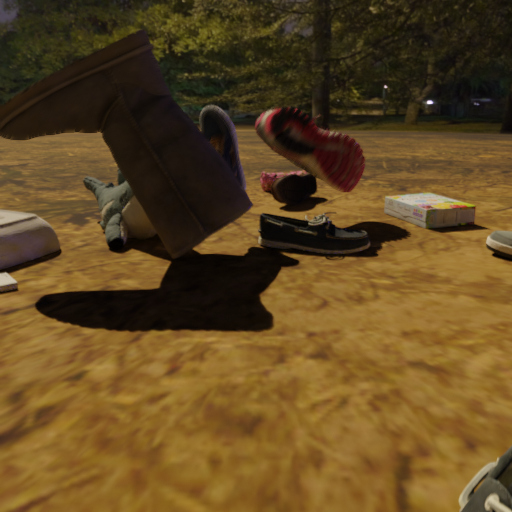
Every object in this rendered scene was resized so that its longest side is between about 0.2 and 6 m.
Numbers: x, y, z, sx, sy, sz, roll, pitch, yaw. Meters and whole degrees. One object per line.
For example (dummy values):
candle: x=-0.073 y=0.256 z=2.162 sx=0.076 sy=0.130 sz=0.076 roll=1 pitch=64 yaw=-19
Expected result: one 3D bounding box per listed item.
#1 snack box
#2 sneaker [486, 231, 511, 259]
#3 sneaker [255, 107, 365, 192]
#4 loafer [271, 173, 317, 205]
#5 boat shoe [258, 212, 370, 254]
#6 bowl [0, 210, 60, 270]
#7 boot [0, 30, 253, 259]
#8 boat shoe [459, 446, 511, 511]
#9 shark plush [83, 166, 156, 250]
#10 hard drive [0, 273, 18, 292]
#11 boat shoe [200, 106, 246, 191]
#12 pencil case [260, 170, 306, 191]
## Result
snack box: x=4.113 y=-1.112 z=13.428 sx=1.310 sy=0.488 sz=1.843 roll=-5 pitch=17 yaw=-17
sneaker: x=5.395 y=-0.598 z=9.775 sx=2.489 sy=1.503 sz=1.041 roll=10 pitch=19 yaw=30
sneaker: x=1.325 y=-2.506 z=12.944 sx=2.967 sy=1.196 sz=1.108 roll=30 pitch=-3 yaw=-28
loafer: x=0.955 y=-1.852 z=15.728 sx=0.823 sy=0.846 sz=2.318 roll=-3 pitch=8 yaw=29
boat shoe: x=1.107 y=-0.488 z=10.896 sx=2.200 sy=0.680 sz=0.824 roll=6 pitch=17 yaw=21
bowl: x=-4.930 y=-0.357 z=10.399 sx=1.979 sy=0.738 sz=1.976 roll=9 pitch=19 yaw=25
boot: x=-2.270 y=-1.586 z=9.819 sx=3.346 sy=3.680 sz=1.335 roll=-28 pitch=21 yaw=0
boat shoe: x=1.632 y=1.622 z=3.296 sx=0.993 sy=0.792 sz=2.626 roll=13 pitch=21 yaw=38
shark plush: x=-2.676 y=-1.366 z=12.226 sx=1.781 sy=1.632 sz=3.919 roll=-7 pitch=17 yaw=-24
hard drive: x=-4.236 y=0.472 z=8.548 sx=0.977 sy=0.130 sz=0.644 roll=-11 pitch=19 yaw=-36
boat shoe: x=-0.753 y=-2.040 z=10.991 sx=0.690 sy=1.951 sz=0.886 roll=-18 pitch=1 yaw=23
pencil case: x=0.884 y=-2.356 z=17.561 sx=1.544 sy=0.668 sz=0.639 roll=-5 pitch=44 yaw=-15
